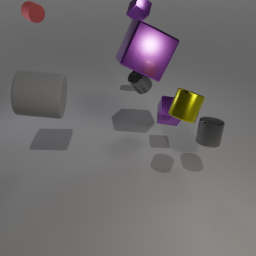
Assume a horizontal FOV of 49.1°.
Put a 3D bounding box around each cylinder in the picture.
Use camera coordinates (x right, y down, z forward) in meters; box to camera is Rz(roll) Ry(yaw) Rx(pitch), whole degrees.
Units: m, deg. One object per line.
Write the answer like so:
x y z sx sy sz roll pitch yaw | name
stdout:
2.334 0.109 7.988 0.700 0.700 0.700 5 20 -2 | cylinder
-3.757 -4.589 11.082 0.700 0.700 0.700 -23 42 -35 | cylinder
0.453 -1.739 10.455 0.700 0.700 0.700 -18 52 25 | cylinder
1.443 -0.563 6.916 0.700 0.700 0.700 19 13 -4 | cylinder
-2.696 -1.039 8.693 1.400 1.400 1.400 5 29 -5 | cylinder

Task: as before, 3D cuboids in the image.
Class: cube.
0.458 -4.907 11.539 0.700 0.700 0.700 26 -26 -27 | cube
1.362 -0.549 9.121 0.700 0.700 0.700 7 66 -5 | cube
0.562 -2.519 9.035 1.400 1.400 1.400 22 16 -16 | cube
